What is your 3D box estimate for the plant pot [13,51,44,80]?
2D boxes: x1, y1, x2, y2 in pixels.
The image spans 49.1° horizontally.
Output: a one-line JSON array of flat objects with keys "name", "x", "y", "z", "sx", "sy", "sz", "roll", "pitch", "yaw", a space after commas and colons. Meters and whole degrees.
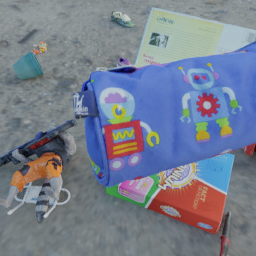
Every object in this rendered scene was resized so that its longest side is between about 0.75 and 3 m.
[{"name": "plant pot", "x": -3.345, "y": -2.015, "z": 9.324, "sx": 0.787, "sy": 0.837, "sz": 0.837, "roll": -27, "pitch": 49, "yaw": -6}]

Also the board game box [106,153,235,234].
[{"name": "board game box", "x": 0.985, "y": 1.037, "z": 6.331, "sx": 2.437, "sy": 0.491, "sz": 1.865, "roll": 16, "pitch": 46, "yaw": 16}]

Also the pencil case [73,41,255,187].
[{"name": "pencil case", "x": 0.772, "y": -0.272, "z": 3.001, "sx": 2.711, "sy": 1.058, "sz": 1.177, "roll": -14, "pitch": 89, "yaw": -14}]

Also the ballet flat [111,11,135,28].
[{"name": "ballet flat", "x": -0.270, "y": -4.900, "z": 12.527, "sx": 1.358, "sy": 0.504, "sz": 0.504, "roll": 30, "pitch": 51, "yaw": 27}]

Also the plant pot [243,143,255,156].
[{"name": "plant pot", "x": 3.559, "y": 0.086, "z": 6.619, "sx": 1.400, "sy": 1.538, "sz": 1.538, "roll": 13, "pitch": 45, "yaw": 22}]

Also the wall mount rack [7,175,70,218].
[{"name": "wall mount rack", "x": -1.904, "y": 1.464, "z": 5.911, "sx": 1.247, "sy": 0.465, "sz": 1.083, "roll": 3, "pitch": 44, "yaw": 4}]

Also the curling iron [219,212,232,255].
[{"name": "curling iron", "x": 1.773, "y": 2.158, "z": 5.307, "sx": 0.193, "sy": 0.375, "sz": 1.512, "roll": 49, "pitch": 45, "yaw": -10}]

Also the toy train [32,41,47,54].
[{"name": "toy train", "x": -3.468, "y": -3.117, "z": 10.839, "sx": 0.620, "sy": 0.230, "sz": 0.826, "roll": -5, "pitch": 45, "yaw": -6}]

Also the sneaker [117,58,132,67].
[{"name": "sneaker", "x": -0.039, "y": -2.217, "z": 9.803, "sx": 0.846, "sy": 0.374, "sz": 0.340, "roll": 29, "pitch": 50, "yaw": 25}]

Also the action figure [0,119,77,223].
[{"name": "action figure", "x": -1.996, "y": 0.888, "z": 6.234, "sx": 2.354, "sy": 1.231, "sz": 2.277, "roll": -23, "pitch": 24, "yaw": 23}]

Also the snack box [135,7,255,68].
[{"name": "snack box", "x": 1.605, "y": -1.745, "z": 6.636, "sx": 2.678, "sy": 1.556, "sz": 0.497, "roll": 20, "pitch": 9, "yaw": 15}]
